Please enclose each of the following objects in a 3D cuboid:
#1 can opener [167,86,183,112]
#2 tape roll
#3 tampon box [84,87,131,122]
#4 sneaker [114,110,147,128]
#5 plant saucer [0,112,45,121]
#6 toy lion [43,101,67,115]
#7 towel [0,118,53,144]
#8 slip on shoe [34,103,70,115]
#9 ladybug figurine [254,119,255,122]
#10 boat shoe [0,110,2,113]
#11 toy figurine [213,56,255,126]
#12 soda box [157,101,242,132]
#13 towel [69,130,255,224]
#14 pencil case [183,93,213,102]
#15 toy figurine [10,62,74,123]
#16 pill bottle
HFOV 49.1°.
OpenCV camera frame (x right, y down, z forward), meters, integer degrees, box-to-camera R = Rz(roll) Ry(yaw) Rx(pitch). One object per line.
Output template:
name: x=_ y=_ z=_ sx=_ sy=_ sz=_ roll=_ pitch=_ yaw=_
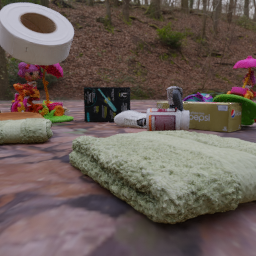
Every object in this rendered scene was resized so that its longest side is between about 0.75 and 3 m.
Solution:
can opener: x=1.304 y=-0.464 z=7.656 sx=0.405 sy=1.520 sz=0.508 roll=1 pitch=45 yaw=16
tape roll: x=-2.995 y=-3.104 z=9.184 sx=2.336 sy=0.817 sz=2.336 roll=15 pitch=45 yaw=-16
tampon box: x=-0.812 y=-0.914 z=10.673 sx=1.708 sy=1.280 sz=1.078 roll=-1 pitch=7 yaw=-8
sneaker: x=0.199 y=-0.232 z=8.553 sx=1.347 sy=0.515 sz=0.542 roll=0 pitch=16 yaw=13
plant saucer: x=-3.453 y=-0.239 z=8.584 sx=1.877 sy=0.351 sz=1.877 roll=2 pitch=11 yaw=0
toy lion: x=-3.354 y=-0.902 z=12.429 sx=1.075 sy=0.385 sz=1.121 roll=27 pitch=16 yaw=6
towel: x=-2.674 y=0.012 z=6.621 sx=1.740 sy=0.428 sz=2.345 roll=-3 pitch=7 yaw=-15
slip on shoe: x=-3.597 y=-0.899 z=13.252 sx=0.798 sy=0.636 sz=2.099 roll=6 pitch=9 yaw=40
ladybug figurine: x=5.062 y=-0.560 z=10.484 sx=1.732 sy=0.623 sz=1.176 roll=1 pitch=7 yaw=7
boat shoe: x=-4.952 y=-0.491 z=10.746 sx=0.454 sy=0.430 sz=1.199 roll=-1 pitch=7 yaw=-6
toy figurine: x=3.665 y=-1.246 z=8.624 sx=1.441 sy=1.767 sz=1.920 roll=15 pitch=-16 yaw=37
soda box: x=2.058 y=-0.393 z=8.465 sx=2.465 sy=0.789 sz=0.835 roll=7 pitch=10 yaw=44
towel: x=0.476 y=0.357 z=3.494 sx=2.017 sy=0.496 sz=2.718 roll=-4 pitch=8 yaw=-25
pencil case: x=2.774 y=-0.865 z=11.053 sx=1.022 sy=1.110 sz=2.402 roll=35 pitch=19 yaw=14
toy figurine: x=-3.399 y=-1.512 z=10.435 sx=2.078 sy=2.548 sz=2.768 roll=6 pitch=10 yaw=43
pill bottle: x=1.070 y=-0.202 z=7.521 sx=1.109 sy=0.633 sz=0.633 roll=1 pitch=7 yaw=10
